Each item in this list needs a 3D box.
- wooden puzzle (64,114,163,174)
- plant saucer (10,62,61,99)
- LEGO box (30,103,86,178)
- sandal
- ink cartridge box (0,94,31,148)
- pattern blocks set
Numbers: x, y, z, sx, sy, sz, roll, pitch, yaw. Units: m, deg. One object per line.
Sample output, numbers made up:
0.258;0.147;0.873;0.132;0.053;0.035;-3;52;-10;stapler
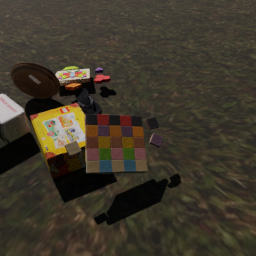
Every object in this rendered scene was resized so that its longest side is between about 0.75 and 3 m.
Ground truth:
-0.254;0.339;6.087;2.213;0.155;1.312;2;68;-17;wooden puzzle
-2.731;-1.335;8.224;1.466;1.466;0.216;5;56;6;plant saucer
-1.547;0.232;6.955;1.286;0.666;1.727;-18;44;-20;LEGO box
-1.242;-0.747;8.237;0.560;0.315;1.474;-31;47;-10;sandal
-3.614;-0.035;7.212;1.238;0.714;1.706;32;52;32;ink cartridge box
-1.837;-1.719;9.363;2.161;0.175;1.900;-15;34;-17;pattern blocks set
